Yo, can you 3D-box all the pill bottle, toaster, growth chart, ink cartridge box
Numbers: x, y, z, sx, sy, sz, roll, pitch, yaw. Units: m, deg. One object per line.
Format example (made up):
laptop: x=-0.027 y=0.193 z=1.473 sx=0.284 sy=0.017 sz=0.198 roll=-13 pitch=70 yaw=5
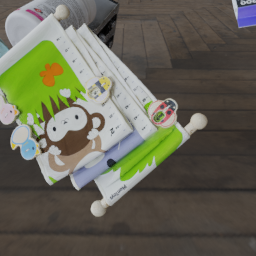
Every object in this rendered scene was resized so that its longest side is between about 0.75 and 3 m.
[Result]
pill bottle: x=-1.366 y=-2.037 z=5.343 sx=0.972 sy=0.972 sz=1.715 roll=15 pitch=47 yaw=21
toaster: x=-1.435 y=-2.834 z=7.528 sx=2.156 sy=1.949 sz=1.279 roll=29 pitch=69 yaw=0
growth chart: x=-0.751 y=-0.291 z=3.873 sx=2.963 sy=0.263 sz=2.144 roll=44 pitch=93 yaw=15
ink cartridge box: x=2.430 y=-2.226 z=4.902 sx=1.070 sy=0.234 sz=1.080 roll=-5 pitch=52 yaw=15

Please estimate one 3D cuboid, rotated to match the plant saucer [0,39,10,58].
plant saucer: x=-4.127 y=-2.057 z=6.528 sx=2.947 sy=2.947 sz=0.567 roll=2 pitch=73 yaw=3
